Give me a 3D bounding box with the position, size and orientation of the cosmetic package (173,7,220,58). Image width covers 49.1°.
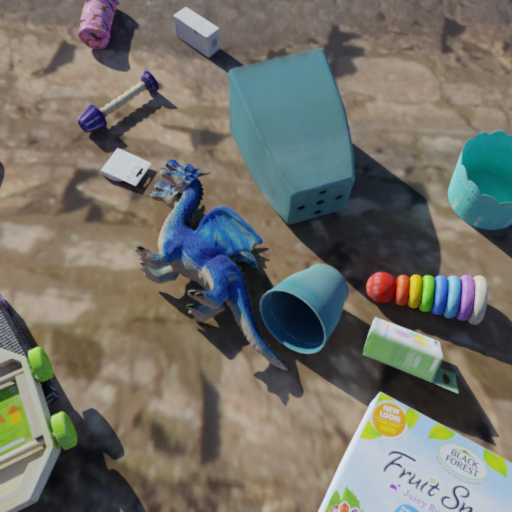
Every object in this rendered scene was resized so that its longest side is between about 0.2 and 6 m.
[{"bbox_3d":[-1.338,-5.064,12.682,1.074,0.606,0.436,36,67,19],"label":"cosmetic package"}]

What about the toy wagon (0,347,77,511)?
[{"bbox_3d":[-4.219,2.268,8.277,2.511,0.640,3.236,-24,66,-12],"label":"toy wagon"}]

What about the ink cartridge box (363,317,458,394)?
[{"bbox_3d":[2.533,1.552,8.951,1.551,0.805,0.460,22,104,11],"label":"ink cartridge box"}]

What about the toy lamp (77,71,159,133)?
[{"bbox_3d":[-2.910,-3.212,11.742,0.540,0.540,1.856,40,67,19],"label":"toy lamp"}]

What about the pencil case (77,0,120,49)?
[{"bbox_3d":[-3.619,-5.491,12.889,0.688,0.658,1.589,-13,57,29],"label":"pencil case"}]

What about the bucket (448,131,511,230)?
[{"bbox_3d":[4.451,-1.363,10.413,1.683,1.095,1.683,0,62,0],"label":"bucket"}]

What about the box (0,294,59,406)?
[{"bbox_3d":[-4.483,1.832,9.074,1.662,0.420,2.325,-33,66,-15],"label":"box"}]

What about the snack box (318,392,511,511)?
[{"bbox_3d":[2.429,3.645,7.800,2.776,0.939,2.341,28,66,12],"label":"snack box"}]

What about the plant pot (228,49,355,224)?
[{"bbox_3d":[0.750,-2.076,10.432,1.840,1.841,2.605,-16,67,-9],"label":"plant pot"}]

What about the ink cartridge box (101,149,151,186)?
[{"bbox_3d":[-2.575,-1.728,11.146,0.794,0.199,0.644,25,64,6],"label":"ink cartridge box"}]

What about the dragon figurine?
[{"bbox_3d":[-0.615,-0.025,9.606,4.132,1.216,2.055,37,67,17],"label":"dragon figurine"}]

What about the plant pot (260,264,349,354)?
[{"bbox_3d":[0.891,0.763,9.250,1.242,1.242,1.167,34,48,17],"label":"plant pot"}]

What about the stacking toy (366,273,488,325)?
[{"bbox_3d":[2.875,0.623,9.597,1.933,0.825,0.825,8,62,11],"label":"stacking toy"}]
